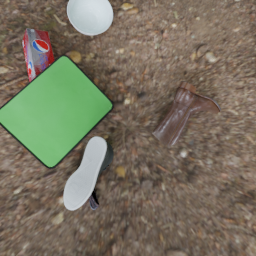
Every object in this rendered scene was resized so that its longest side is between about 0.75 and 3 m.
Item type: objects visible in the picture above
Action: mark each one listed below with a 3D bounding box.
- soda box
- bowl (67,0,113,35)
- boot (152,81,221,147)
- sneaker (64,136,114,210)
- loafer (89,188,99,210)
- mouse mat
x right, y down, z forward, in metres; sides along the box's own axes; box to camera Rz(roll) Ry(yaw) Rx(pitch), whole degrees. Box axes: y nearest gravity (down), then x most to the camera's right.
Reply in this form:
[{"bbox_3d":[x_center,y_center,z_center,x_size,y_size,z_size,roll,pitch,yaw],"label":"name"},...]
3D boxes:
[{"bbox_3d":[-2.833,-2.134,9.042,0.760,0.688,2.171,-1,63,-34],"label":"soda box"},{"bbox_3d":[-1.353,-3.875,9.781,1.577,0.709,1.577,2,82,-16],"label":"bowl"},{"bbox_3d":[1.749,-0.167,8.335,1.779,0.613,1.908,28,86,-23],"label":"boot"},{"bbox_3d":[-0.986,1.241,7.660,0.743,1.043,2.102,26,93,16],"label":"sneaker"},{"bbox_3d":[-0.949,1.809,7.617,0.286,0.250,0.795,10,49,-45],"label":"loafer"},{"bbox_3d":[-2.072,-0.517,8.262,2.287,0.107,2.842,46,74,-8],"label":"mouse mat"}]
